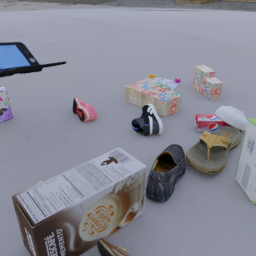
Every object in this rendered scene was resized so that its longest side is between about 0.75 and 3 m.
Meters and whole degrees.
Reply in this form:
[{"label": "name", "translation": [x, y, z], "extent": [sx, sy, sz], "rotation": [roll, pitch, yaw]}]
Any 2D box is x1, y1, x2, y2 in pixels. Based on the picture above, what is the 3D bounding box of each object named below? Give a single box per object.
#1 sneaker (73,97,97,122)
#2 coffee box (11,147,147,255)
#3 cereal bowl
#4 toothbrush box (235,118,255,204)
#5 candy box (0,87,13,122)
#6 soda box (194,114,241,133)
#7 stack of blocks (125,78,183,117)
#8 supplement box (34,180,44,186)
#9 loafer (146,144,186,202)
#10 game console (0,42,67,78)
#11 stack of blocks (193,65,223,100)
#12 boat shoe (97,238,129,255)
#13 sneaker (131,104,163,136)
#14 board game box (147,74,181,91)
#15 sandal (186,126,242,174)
[{"label": "sneaker", "translation": [-1.729, -0.723, 11.161], "extent": [0.692, 0.588, 1.596], "rotation": [-4, 33, -31]}, {"label": "coffee box", "translation": [-0.881, 1.626, 5.862], "extent": [2.551, 1.459, 1.017], "rotation": [-23, 37, -33]}, {"label": "cereal bowl", "translation": [3.782, -0.435, 10.065], "extent": [1.210, 0.504, 1.210], "rotation": [24, 19, -9]}, {"label": "toothbrush box", "translation": [4.256, 0.754, 6.969], "extent": [2.590, 1.886, 1.115], "rotation": [-3, 29, -4]}, {"label": "candy box", "translation": [-5.000, -0.823, 10.503], "extent": [1.022, 1.218, 0.436], "rotation": [-19, 35, -29]}, {"label": "soda box", "translation": [3.230, -0.159, 10.049], "extent": [1.581, 0.501, 0.553], "rotation": [0, 29, 0]}, {"label": "stack of blocks", "translation": [1.151, -1.356, 11.988], "extent": [1.383, 0.703, 2.401], "rotation": [-23, 37, -36]}, {"label": "supplement box", "translation": [-2.342, 1.657, 7.013], "extent": [0.282, 0.272, 0.819], "rotation": [14, 32, 28]}, {"label": "loafer", "translation": [1.125, 0.984, 7.640], "extent": [0.837, 0.832, 2.301], "rotation": [8, 29, 17]}, {"label": "game console", "translation": [-3.190, -2.151, 8.269], "extent": [1.763, 1.167, 2.005], "rotation": [52, 32, 4]}, {"label": "stack of blocks", "translation": [3.685, -2.153, 13.066], "extent": [0.541, 1.063, 1.846], "rotation": [-6, 30, -11]}, {"label": "boat shoe", "translation": [-0.182, 2.506, 5.433], "extent": [1.008, 0.381, 0.372], "rotation": [33, 37, 33]}, {"label": "sneaker", "translation": [0.547, -0.365, 10.261], "extent": [0.993, 0.649, 1.775], "rotation": [-6, 31, -13]}, {"label": "board game box", "translation": [1.584, -2.288, 14.172], "extent": [1.788, 0.231, 1.788], "rotation": [14, 31, 24]}, {"label": "sandal", "translation": [2.725, 0.441, 8.656], "extent": [1.171, 0.787, 2.914], "rotation": [22, 35, 33]}]
